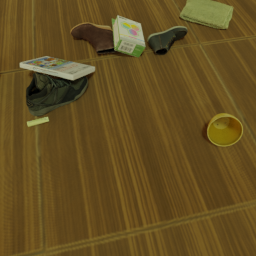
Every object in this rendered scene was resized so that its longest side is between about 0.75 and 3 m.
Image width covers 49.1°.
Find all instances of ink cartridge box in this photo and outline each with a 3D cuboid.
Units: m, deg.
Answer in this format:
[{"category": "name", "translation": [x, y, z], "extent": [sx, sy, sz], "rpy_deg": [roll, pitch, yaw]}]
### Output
[{"category": "ink cartridge box", "translation": [-0.020, -4.928, 14.402], "extent": [1.356, 0.774, 2.611], "rpy_deg": [11, 52, -23]}]

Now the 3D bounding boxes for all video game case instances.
[{"category": "video game case", "translation": [-3.181, -2.789, 12.834], "extent": [2.757, 0.248, 1.974], "rpy_deg": [16, 28, 17]}]

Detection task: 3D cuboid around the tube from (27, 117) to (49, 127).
[{"category": "tube", "translation": [-3.788, -0.264, 11.802], "extent": [0.882, 0.229, 0.256], "rpy_deg": [-17, 81, -16]}]

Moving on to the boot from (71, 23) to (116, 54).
[{"category": "boot", "translation": [-1.748, -4.569, 14.401], "extent": [2.291, 0.829, 1.906], "rpy_deg": [-7, 54, -9]}]

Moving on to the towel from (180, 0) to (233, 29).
[{"category": "towel", "translation": [4.510, -6.573, 16.005], "extent": [2.778, 0.507, 2.061], "rpy_deg": [20, 58, 12]}]

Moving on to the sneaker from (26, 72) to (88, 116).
[{"category": "sneaker", "translation": [-3.017, -1.787, 11.987], "extent": [2.943, 1.686, 1.125], "rpy_deg": [-29, 62, -21]}]

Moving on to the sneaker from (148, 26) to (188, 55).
[{"category": "sneaker", "translation": [2.194, -4.438, 14.436], "extent": [2.148, 0.804, 1.141], "rpy_deg": [-18, 62, -2]}]

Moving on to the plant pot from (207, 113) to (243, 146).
[{"category": "plant pot", "translation": [3.786, -0.064, 11.146], "extent": [1.315, 1.315, 0.933], "rpy_deg": [8, 27, 5]}]
